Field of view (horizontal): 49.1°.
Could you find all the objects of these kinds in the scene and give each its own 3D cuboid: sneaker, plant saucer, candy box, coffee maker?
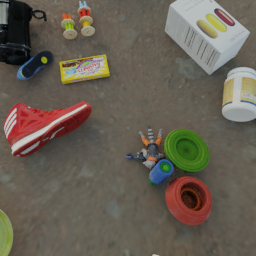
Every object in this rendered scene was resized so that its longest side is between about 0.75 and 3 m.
[{"bbox_3d":[-2.691,-0.441,8.942,2.818,1.104,1.628,-30,73,-12],"label":"sneaker"},{"bbox_3d":[-4.080,2.937,7.335,1.980,0.308,1.980,4,80,-23],"label":"plant saucer"},{"bbox_3d":[-1.550,-2.108,10.001,1.692,0.224,0.865,-11,68,-4],"label":"candy box"},{"bbox_3d":[-3.320,-2.244,9.926,1.541,0.604,0.508,-51,121,-31],"label":"sneaker"},{"bbox_3d":[-3.897,-3.383,9.905,1.941,1.361,2.021,-9,70,-4],"label":"coffee maker"}]

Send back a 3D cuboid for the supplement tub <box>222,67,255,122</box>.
[{"bbox_3d":[3.696,-1.087,9.161,1.098,1.098,1.518,11,69,4],"label":"supplement tub"}]

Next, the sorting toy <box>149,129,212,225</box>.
[{"bbox_3d":[1.475,1.470,8.329,1.704,1.164,2.837,11,57,-12],"label":"sorting toy"}]

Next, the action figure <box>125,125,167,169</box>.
[{"bbox_3d":[0.567,0.641,8.747,1.336,0.699,1.292,-2,61,0],"label":"action figure"}]

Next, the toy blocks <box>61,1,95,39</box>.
[{"bbox_3d":[-1.960,-4.164,10.644,1.196,0.521,1.435,-11,70,-5],"label":"toy blocks"}]

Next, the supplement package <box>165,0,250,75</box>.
[{"bbox_3d":[2.697,-3.404,9.894,1.415,1.363,2.488,-37,74,-13],"label":"supplement package"}]
